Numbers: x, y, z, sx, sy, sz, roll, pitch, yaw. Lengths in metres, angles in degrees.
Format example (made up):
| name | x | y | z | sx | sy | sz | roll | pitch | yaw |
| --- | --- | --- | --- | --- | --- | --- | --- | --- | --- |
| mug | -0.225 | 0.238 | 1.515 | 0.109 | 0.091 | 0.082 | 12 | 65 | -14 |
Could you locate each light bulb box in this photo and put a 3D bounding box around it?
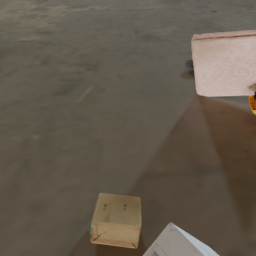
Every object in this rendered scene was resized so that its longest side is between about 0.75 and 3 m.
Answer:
| name | x | y | z | sx | sy | sz | roll | pitch | yaw |
| --- | --- | --- | --- | --- | --- | --- | --- | --- | --- |
| light bulb box | 0.553 | 1.627 | 2.824 | 0.941 | 0.949 | 0.592 | -49 | 37 | -3 |

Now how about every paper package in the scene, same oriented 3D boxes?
| name | x | y | z | sx | sy | sz | roll | pitch | yaw |
| --- | --- | --- | --- | --- | --- | --- | --- | --- | --- |
| paper package | -0.183 | 1.498 | 4.636 | 0.793 | 0.431 | 0.832 | 7 | 20 | -2 |

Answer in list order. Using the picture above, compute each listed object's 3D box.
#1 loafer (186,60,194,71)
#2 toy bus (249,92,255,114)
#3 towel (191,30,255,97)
| name | x | y | z | sx | sy | sz | roll | pitch | yaw |
| --- | --- | --- | --- | --- | --- | --- | --- | --- | --- |
| loafer | 2.665 | -2.259 | 10.260 | 1.083 | 0.389 | 0.341 | 15 | 20 | 24 |
| toy bus | 3.854 | -0.513 | 7.327 | 1.100 | 1.056 | 0.746 | -16 | 41 | 26 |
| towel | 2.977 | -1.635 | 7.429 | 2.419 | 2.533 | 0.408 | 0 | 65 | 18 |
